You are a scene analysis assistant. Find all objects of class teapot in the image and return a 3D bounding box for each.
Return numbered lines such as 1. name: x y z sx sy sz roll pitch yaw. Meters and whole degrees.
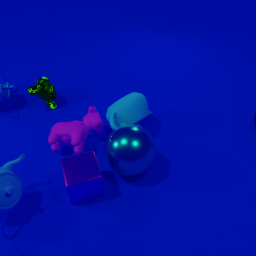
1. teapot: -2.715 1.292 5.998 0.819 1.040 1.672 -10 49 32
2. teapot: -4.108 -1.226 8.686 0.917 1.165 1.873 -9 9 1
3. teapot: 0.089 -0.393 7.909 0.972 1.234 1.985 58 37 1

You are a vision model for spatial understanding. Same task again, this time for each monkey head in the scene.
1. monkey head: -2.691 -1.130 8.769 0.874 0.732 1.215 -27 72 -28

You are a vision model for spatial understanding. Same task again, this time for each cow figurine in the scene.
1. cow figurine: -1.385 0.009 7.621 1.388 0.762 1.366 5 53 4

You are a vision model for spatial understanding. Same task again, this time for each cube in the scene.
1. cube: -1.057 1.161 6.541 0.805 0.805 0.805 -13 46 -13

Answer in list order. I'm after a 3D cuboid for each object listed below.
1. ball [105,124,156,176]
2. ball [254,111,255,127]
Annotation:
1. ball: 0.061 0.541 6.836 1.254 1.254 1.254 0 45 0
2. ball: 4.048 -0.242 7.735 1.059 1.059 1.059 0 45 0
